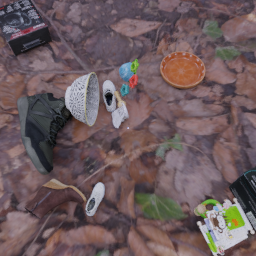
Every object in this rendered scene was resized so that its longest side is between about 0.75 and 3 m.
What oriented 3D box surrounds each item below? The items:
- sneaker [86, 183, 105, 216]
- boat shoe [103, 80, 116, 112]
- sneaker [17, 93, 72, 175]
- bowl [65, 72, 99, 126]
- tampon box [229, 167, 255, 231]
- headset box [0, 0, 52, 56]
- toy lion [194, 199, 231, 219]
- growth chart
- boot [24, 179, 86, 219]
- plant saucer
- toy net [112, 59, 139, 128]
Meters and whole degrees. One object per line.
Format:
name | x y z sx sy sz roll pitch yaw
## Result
sneaker | -0.973 2.126 8.459 0.382 0.370 1.045 14 63 7
boat shoe | -0.667 -1.237 10.148 0.488 0.433 1.326 -15 63 1
sneaker | -2.552 -0.007 9.154 1.699 1.134 2.966 -19 58 -2
bowl | -1.554 -0.973 9.276 0.831 1.771 1.771 5 62 7
tampon box | 4.413 1.784 8.078 2.140 1.351 1.604 -20 64 -10
headset box | -4.307 -4.124 11.484 1.682 0.873 2.260 -28 67 -14
toy lion | 2.691 2.602 8.254 1.083 0.388 1.130 -24 64 -20
growth chart | 2.759 2.765 7.924 1.719 0.152 1.244 -19 65 -26
boot | -2.113 2.205 8.205 1.492 0.540 1.241 18 47 26
plant saucer | 2.098 -2.224 10.823 1.720 0.278 1.720 0 61 0
toy net | -0.010 -1.129 9.625 0.452 1.229 2.343 6 92 -37
